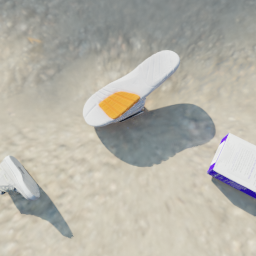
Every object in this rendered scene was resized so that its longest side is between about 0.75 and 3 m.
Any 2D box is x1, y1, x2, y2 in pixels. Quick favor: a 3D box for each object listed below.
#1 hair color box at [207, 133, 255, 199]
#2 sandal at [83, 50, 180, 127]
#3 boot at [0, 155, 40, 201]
[{"bbox_3d":[3.236,1.125,7.186,2.056,0.666,1.124,27,74,9],"label":"hair color box"},{"bbox_3d":[0.194,-0.863,7.524,2.971,0.851,1.138,-33,55,7],"label":"sandal"},{"bbox_3d":[-2.889,1.455,7.114,0.772,0.594,1.615,-47,54,-3],"label":"boot"}]
